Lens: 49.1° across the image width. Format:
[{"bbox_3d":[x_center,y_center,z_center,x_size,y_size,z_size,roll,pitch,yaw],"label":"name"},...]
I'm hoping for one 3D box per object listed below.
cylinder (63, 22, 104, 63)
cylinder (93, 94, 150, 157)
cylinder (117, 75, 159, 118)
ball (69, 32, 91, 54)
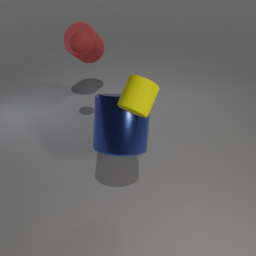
[{"bbox_3d":[-1.877,-3.661,12.164,1.400,1.400,1.400,7,0,11],"label":"cylinder"},{"bbox_3d":[-0.167,-0.123,7.122,1.400,1.400,1.400,3,9,-1],"label":"cylinder"},{"bbox_3d":[0.220,-0.674,5.984,0.700,0.700,0.700,23,-3,1],"label":"cylinder"},{"bbox_3d":[-1.544,-2.759,9.083,0.700,0.700,0.700,0,33,0],"label":"ball"}]
